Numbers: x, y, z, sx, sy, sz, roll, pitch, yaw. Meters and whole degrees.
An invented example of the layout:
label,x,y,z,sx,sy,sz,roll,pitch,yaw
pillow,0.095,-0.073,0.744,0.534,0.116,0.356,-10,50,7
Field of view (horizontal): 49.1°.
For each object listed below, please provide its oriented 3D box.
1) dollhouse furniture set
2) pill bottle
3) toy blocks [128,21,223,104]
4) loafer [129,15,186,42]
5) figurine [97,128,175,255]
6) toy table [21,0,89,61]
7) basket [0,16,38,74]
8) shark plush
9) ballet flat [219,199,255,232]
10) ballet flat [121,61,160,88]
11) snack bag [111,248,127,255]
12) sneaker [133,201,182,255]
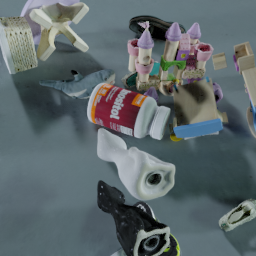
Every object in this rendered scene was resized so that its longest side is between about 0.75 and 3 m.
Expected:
label,x,y,z,sx,sy,sz,roll,pitch,yaw
dollhouse furniture set,2.546,-0.719,8.340,2.695,1.758,2.544,-13,52,18
pill bottle,0.045,-0.439,8.002,2.163,1.222,1.222,18,53,14
toy blocks,1.464,-2.117,8.584,2.566,2.311,2.746,-6,51,-10
loafer,1.122,-3.869,11.108,2.332,0.838,0.734,12,58,7
figurine,-0.091,1.103,5.324,0.858,1.993,1.945,-10,21,-31
toy table,-2.629,-3.781,10.163,2.510,2.731,1.599,7,44,-47
basket,-3.891,-2.921,9.797,1.033,1.674,1.134,-18,53,-22
shark plush,-1.588,-1.543,9.054,2.371,0.988,1.077,10,51,8
ballet flat,2.669,2.009,6.544,1.221,0.438,0.438,-26,55,-21
ballet flat,0.434,-1.908,9.698,1.578,0.566,0.566,-29,56,-22
snack bag,0.022,3.527,5.396,2.300,0.246,2.169,-27,55,-20
sneaker,0.554,2.331,6.160,0.650,0.712,1.759,-37,39,-6
